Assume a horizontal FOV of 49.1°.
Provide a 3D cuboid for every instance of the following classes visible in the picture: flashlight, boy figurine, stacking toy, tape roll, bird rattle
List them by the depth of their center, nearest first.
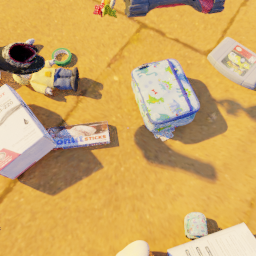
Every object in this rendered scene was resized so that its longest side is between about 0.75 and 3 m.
[{"bbox_3d":[0.708,4.687,7.578,2.781,2.032,2.032,42,72,-1],"label":"stacking toy"},{"bbox_3d":[1.352,-3.719,8.165,2.943,0.996,1.000,-10,30,-8],"label":"flashlight"},{"bbox_3d":[-0.614,-3.631,8.344,0.911,0.513,0.743,46,115,50],"label":"bird rattle"},{"bbox_3d":[-3.160,-2.027,10.836,2.491,0.803,1.549,6,69,0],"label":"boy figurine"},{"bbox_3d":[-2.731,-2.930,11.542,0.818,0.197,0.818,0,66,0],"label":"tape roll"}]

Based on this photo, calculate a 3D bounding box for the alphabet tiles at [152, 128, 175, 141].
[{"bbox_3d":[1.294,0.077,10.299,0.787,0.057,0.770,-23,68,-10],"label":"alphabet tiles"}]

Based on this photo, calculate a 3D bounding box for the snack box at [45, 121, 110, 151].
[{"bbox_3d":[-1.817,0.283,10.085,2.264,0.275,0.814,-7,67,-3],"label":"snack box"}]

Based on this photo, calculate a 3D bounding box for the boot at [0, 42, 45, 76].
[{"bbox_3d":[-2.779,-1.838,7.558,1.509,1.997,0.721,3,98,37],"label":"boot"}]

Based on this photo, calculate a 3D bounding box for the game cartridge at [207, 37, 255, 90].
[{"bbox_3d":[4.436,-2.597,11.291,2.256,0.461,1.501,40,76,16],"label":"game cartridge"}]

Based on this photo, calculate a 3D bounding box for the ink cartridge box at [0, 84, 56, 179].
[{"bbox_3d":[-4.048,0.092,9.571,1.913,1.114,2.626,-40,68,-8],"label":"ink cartridge box"}]

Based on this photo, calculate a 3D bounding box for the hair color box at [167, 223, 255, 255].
[{"bbox_3d":[2.529,3.810,8.033,2.516,0.762,1.258,-16,38,-7],"label":"hair color box"}]

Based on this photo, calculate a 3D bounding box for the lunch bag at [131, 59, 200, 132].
[{"bbox_3d":[1.340,-1.269,10.345,2.066,1.060,2.570,-14,66,-8],"label":"lunch bag"}]

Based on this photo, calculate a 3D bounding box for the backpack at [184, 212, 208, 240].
[{"bbox_3d":[2.119,3.036,8.740,0.705,0.598,0.794,2,61,0],"label":"backpack"}]

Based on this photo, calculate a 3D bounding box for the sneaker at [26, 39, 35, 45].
[{"bbox_3d":[-4.089,-3.268,11.640,0.872,0.339,0.610,-44,75,-7],"label":"sneaker"}]
